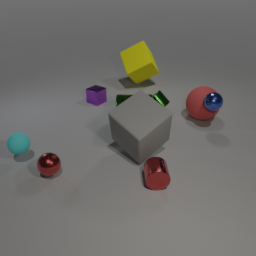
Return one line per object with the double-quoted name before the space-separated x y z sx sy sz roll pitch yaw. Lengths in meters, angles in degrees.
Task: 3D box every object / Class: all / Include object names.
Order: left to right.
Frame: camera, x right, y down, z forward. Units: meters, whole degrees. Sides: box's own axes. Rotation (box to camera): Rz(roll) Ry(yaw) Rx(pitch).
"ball" -3.457 0.489 8.860 0.700 0.700 0.700 0 29 0
"ball" -2.351 1.077 8.348 0.700 0.700 0.700 0 29 0
"cube" -1.495 -1.554 13.260 0.700 0.700 0.700 19 34 31
"cylinder" 0.253 -0.592 10.782 1.400 1.400 1.400 0 29 0
"cube" 0.618 -3.424 14.772 1.400 1.400 1.400 -23 70 16
"cube" 0.387 -0.041 8.868 1.400 1.400 1.400 -37 60 -22
"cylinder" 0.826 1.305 8.077 0.700 0.700 0.700 -1 30 -2
"cylinder" 1.358 -1.182 12.309 0.700 0.700 0.700 49 39 -2
"ball" 3.098 -1.022 11.552 1.400 1.400 1.400 0 29 0
"ball" 3.184 -0.986 10.443 0.700 0.700 0.700 0 29 0
